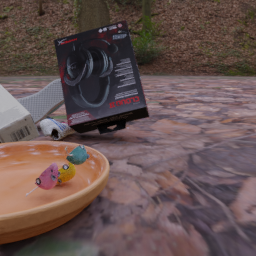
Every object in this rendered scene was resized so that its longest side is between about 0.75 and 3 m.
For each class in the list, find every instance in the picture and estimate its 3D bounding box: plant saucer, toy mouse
[{"bbox_3d":[-1.648,0.778,3.958,2.783,0.521,2.783,0,12,0],"label":"plant saucer"},{"bbox_3d":[-0.846,0.543,3.762,1.109,0.215,0.986,-35,-12,-37],"label":"toy mouse"}]

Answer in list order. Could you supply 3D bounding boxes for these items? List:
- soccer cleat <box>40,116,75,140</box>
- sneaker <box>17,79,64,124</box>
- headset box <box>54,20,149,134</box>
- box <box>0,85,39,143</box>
[{"bbox_3d":[-1.773,0.100,7.257,0.451,0.557,1.291,-27,-20,20],"label":"soccer cleat"},{"bbox_3d":[-2.763,-0.571,8.589,2.433,0.899,0.997,-33,-4,-22],"label":"sneaker"},{"bbox_3d":[-0.656,-1.175,7.408,2.017,2.710,1.047,-13,-15,6],"label":"headset box"},{"bbox_3d":[-2.957,-0.299,6.663,0.821,0.683,1.999,-32,44,-24],"label":"box"}]
